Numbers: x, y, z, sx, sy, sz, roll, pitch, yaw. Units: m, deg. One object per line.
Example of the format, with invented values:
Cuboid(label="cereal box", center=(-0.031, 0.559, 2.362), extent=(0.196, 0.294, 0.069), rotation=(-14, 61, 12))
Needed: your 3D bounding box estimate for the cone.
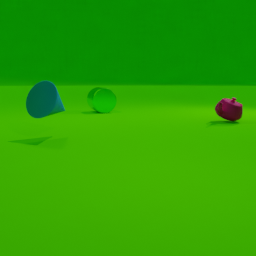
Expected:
Cuboid(label="cone", center=(-1.788, -0.549, 6.743), extent=(0.899, 0.899, 0.902), rotation=(5, -11, 26))

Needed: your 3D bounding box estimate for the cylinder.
Cuboid(label="cylinder", center=(-1.178, -1.250, 12.439), extent=(1.091, 1.091, 1.091), rotation=(-4, 10, -20))

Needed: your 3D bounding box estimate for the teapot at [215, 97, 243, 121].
Cuboid(label="teapot", center=(3.409, -0.681, 9.427), extent=(1.486, 0.728, 0.924), rotation=(-4, 31, -38))
